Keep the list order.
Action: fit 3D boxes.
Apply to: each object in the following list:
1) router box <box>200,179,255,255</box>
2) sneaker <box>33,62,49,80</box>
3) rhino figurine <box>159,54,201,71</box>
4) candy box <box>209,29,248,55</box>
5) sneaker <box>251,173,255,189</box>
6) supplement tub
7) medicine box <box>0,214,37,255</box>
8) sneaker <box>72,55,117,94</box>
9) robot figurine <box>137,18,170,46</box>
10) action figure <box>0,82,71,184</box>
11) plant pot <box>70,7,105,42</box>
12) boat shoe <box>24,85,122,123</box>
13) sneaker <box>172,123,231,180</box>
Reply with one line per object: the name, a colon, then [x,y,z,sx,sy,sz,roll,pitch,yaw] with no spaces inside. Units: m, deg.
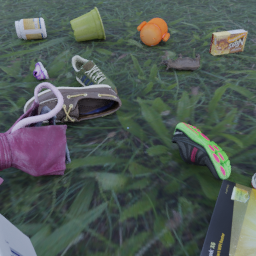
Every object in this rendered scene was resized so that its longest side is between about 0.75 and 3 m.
router box: [2.288,2.100,4.936,1.760,0.585,2.239,16,40,21]
sneaker: [-3.392,-2.140,10.614,0.472,0.429,1.068,-25,44,-17]
rhino figurine: [2.061,-2.571,11.081,1.652,0.494,0.722,-1,44,3]
candy box: [4.393,-3.757,12.288,1.535,0.886,0.424,-12,39,-15]
sneaker: [3.695,0.782,6.307,2.484,1.020,0.967,-28,46,-30]
supplement tub: [-4.697,-4.807,13.598,1.308,0.946,0.946,-8,38,-11]
medicine box: [-2.200,2.670,3.119,2.644,1.361,2.408,-34,47,-15]
sneaker: [-1.258,-1.797,9.582,0.732,0.980,2.183,-37,50,-19]
robot figurine: [1.202,-4.504,13.145,1.044,1.287,1.790,-23,21,40]
action figure: [-2.641,0.510,5.893,2.970,2.211,1.989,-15,44,-40]
plant pot: [-1.961,-4.798,13.363,1.379,1.500,1.500,-18,40,-5]
boat shoe: [-1.552,-0.636,8.207,2.782,0.999,0.828,-12,36,-24]
sneaker: [1.736,0.628,6.780,0.709,0.774,1.848,9,30,-37]
